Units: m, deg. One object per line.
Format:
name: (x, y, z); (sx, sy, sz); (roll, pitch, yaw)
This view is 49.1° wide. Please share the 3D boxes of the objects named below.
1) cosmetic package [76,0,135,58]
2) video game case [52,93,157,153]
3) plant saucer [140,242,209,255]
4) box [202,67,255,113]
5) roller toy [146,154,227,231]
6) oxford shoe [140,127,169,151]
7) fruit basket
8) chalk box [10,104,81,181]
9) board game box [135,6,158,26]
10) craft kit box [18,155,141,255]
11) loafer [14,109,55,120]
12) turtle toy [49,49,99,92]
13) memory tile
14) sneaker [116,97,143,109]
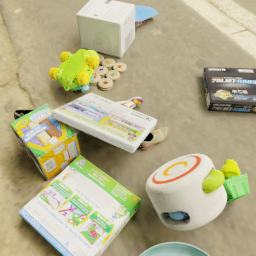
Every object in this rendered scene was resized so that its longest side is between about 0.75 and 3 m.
cosmetic package: (-0.999, -4.849, 13.455); (2.224, 1.835, 1.833); (17, 53, 14)
video game case: (-0.673, -0.315, 9.657); (2.892, 0.319, 2.633); (23, 26, 12)
plant saucer: (1.111, 4.132, 6.604); (2.706, 0.371, 2.706); (1, 72, -2)
box: (4.384, -1.638, 11.690); (2.288, 0.568, 2.270); (4, 52, 3)
roller toy: (1.638, 1.803, 7.892); (1.984, 2.175, 1.520); (-27, 98, 0)
oxford shoe: (1.003, 0.303, 10.122); (1.357, 0.508, 0.478); (-36, 59, -25)
fruit basket: (3.086, 1.588, 8.609); (0.943, 1.307, 1.307); (-14, 52, -11)
chalk box: (-2.881, 0.295, 9.527); (1.437, 1.447, 2.318); (-33, 59, -24)
board game box: (0.551, -6.166, 15.488); (1.685, 0.415, 2.132); (34, 53, 30)
craft kit box: (-1.394, 2.416, 8.377); (2.601, 0.631, 2.569); (32, 60, 23)
loafer: (-3.285, -0.426, 10.622); (2.071, 0.651, 0.744); (-3, 51, -3)
turtle toy: (-2.012, -2.453, 11.805); (1.788, 1.240, 2.454); (15, 62, 20)
memory tile: (-1.479, -2.698, 12.761); (2.512, 0.211, 1.925); (23, 54, 18)
sneaker: (0.072, -0.840, 11.142); (1.208, 0.453, 0.544); (-15, 58, -4)
